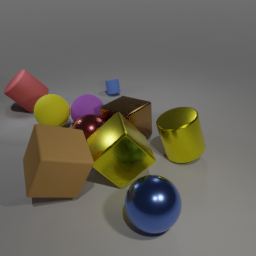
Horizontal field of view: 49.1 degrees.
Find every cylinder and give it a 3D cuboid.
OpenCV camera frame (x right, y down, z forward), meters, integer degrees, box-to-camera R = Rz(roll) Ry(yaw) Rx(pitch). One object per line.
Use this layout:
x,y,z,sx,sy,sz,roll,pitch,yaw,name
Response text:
-0.786,-2.161,14.608,0.700,0.700,0.700,-9,13,2,cylinder
1.795,0.217,9.466,1.400,1.400,1.400,-16,29,9,cylinder
-4.580,-1.681,12.671,1.400,1.400,1.400,-31,36,26,cylinder

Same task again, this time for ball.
-3.050,-0.653,11.265,1.400,1.400,1.400,0,29,0,ball
0.617,1.864,6.927,1.400,1.400,1.400,0,29,0,ball
-1.628,-0.662,11.384,1.400,1.400,1.400,0,29,0,ball
-1.280,0.197,9.862,1.400,1.400,1.400,0,29,0,ball

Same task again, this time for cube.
-0.050,-0.251,10.555,1.400,1.400,1.400,17,33,35,cube
-1.953,0.916,7.652,1.400,1.400,1.400,9,34,-31,cube
-0.244,0.660,8.485,1.400,1.400,1.400,-41,29,11,cube
